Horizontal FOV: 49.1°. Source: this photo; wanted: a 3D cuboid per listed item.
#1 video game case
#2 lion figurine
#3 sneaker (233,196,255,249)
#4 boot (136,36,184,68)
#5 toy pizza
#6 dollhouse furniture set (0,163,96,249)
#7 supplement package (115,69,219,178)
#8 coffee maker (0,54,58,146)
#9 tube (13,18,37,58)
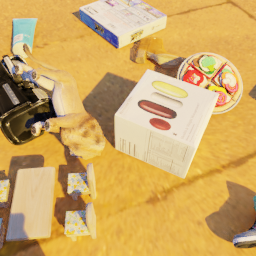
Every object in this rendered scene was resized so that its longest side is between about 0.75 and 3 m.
[{"bbox_3d":[-0.221,-4.409,11.232,2.395,0.600,2.642,-32,58,-23],"label":"video game case"},{"bbox_3d":[-1.570,-0.630,7.005,1.823,1.079,2.977,-4,77,-49],"label":"lion figurine"},{"bbox_3d":[2.871,1.959,6.045,1.627,0.680,0.982,-5,56,-14],"label":"sneaker"},{"bbox_3d":[1.158,-2.755,9.887,1.747,0.615,1.251,8,54,13],"label":"boot"},{"bbox_3d":[2.508,-1.416,8.436,2.058,0.326,2.058,2,73,-6],"label":"toy pizza"},{"bbox_3d":[-1.960,1.888,5.381,2.590,1.834,2.819,-4,51,-4],"label":"dollhouse furniture set"},{"bbox_3d":[0.965,-0.154,7.250,1.993,1.466,1.906,22,55,15],"label":"supplement package"},{"bbox_3d":[-3.321,-0.651,7.851,2.203,1.545,2.294,-42,57,1],"label":"coffee maker"},{"bbox_3d":[-3.959,-3.598,10.637,0.957,0.623,2.471,-2,47,-15],"label":"tube"}]
